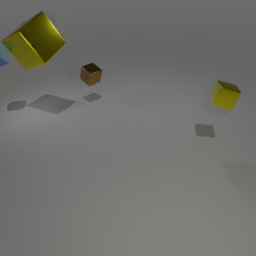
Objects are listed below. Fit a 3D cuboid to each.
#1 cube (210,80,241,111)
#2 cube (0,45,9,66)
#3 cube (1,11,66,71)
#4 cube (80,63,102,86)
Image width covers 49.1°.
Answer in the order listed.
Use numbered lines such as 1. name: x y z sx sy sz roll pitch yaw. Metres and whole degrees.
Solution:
1. cube: 3.317 -1.123 9.577 0.700 0.700 0.700 15 30 -2
2. cube: -5.171 -2.802 10.830 0.700 0.700 0.700 -17 -4 6
3. cube: -3.511 -3.213 10.509 1.400 1.400 1.400 -3 45 43
4. cube: -1.711 -2.478 12.960 0.700 0.700 0.700 41 48 22
